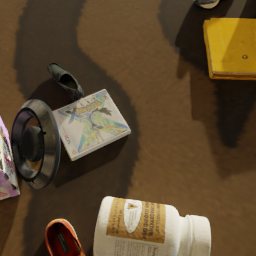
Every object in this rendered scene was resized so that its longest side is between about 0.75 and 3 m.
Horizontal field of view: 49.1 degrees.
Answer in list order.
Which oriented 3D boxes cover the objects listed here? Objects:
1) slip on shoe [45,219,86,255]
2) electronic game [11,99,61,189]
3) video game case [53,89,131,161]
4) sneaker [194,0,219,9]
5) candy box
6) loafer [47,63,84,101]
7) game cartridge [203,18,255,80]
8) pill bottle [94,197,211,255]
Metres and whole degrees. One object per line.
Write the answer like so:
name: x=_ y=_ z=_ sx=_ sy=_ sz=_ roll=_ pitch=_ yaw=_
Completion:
slip on shoe: x=-1.185 y=3.107 z=6.163 sx=0.906 sy=0.749 sz=2.447 roll=-27 pitch=66 yaw=-16
electronic game: x=-2.346 y=0.402 z=7.013 sx=0.466 sy=2.239 sz=2.239 roll=-1 pitch=53 yaw=-45
video game case: x=-1.131 y=-0.152 z=8.250 sx=1.871 sy=0.206 sz=1.706 roll=-25 pitch=64 yaw=-14
sneaker: x=3.423 y=-5.439 z=10.710 sx=2.271 sy=0.980 sz=0.881 roll=-35 pitch=67 yaw=-18
candy box: x=-3.386 y=0.600 z=6.971 sx=0.716 sy=1.679 sz=2.002 roll=-15 pitch=63 yaw=-16
loafer: x=-1.977 y=-1.554 z=8.800 sx=0.575 sy=0.594 sz=1.693 roll=-37 pitch=67 yaw=-18
game cartridge: x=3.837 y=-2.759 z=9.607 sx=2.293 sy=0.422 sz=2.601 roll=2 pitch=59 yaw=1
pill bottle: x=0.521 y=2.359 z=6.215 sx=2.366 sy=1.353 sz=1.353 roll=7 pitch=61 yaw=4
